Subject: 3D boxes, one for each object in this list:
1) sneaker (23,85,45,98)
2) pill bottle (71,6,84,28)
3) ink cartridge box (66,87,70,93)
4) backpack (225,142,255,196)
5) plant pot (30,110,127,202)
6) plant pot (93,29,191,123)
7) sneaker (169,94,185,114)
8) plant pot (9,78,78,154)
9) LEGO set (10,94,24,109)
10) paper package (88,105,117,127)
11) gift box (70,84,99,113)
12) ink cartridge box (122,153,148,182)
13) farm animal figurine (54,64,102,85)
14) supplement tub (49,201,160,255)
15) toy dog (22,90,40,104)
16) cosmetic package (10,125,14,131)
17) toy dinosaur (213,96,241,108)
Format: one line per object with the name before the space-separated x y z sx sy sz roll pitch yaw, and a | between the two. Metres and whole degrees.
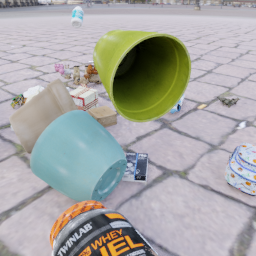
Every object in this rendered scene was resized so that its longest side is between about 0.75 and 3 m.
sneaker | -4.493 -1.703 13.633 0.871 0.683 1.753 -27 30 7
pill bottle | -2.161 -4.770 11.994 0.489 0.489 0.883 1 66 1
ink cartridge box | -3.634 -1.495 13.579 1.062 0.616 1.472 9 29 16
backpack | 3.546 1.199 8.128 1.480 1.140 1.410 20 44 27
plant pot | -1.129 0.924 7.558 1.806 2.251 2.251 34 40 23
plant pot | 0.105 -1.547 6.991 2.108 2.108 2.030 -14 37 -24
sneaker | 2.195 -1.163 13.010 0.800 0.807 2.226 -31 1 30
plant pot | -2.814 -0.219 9.752 2.101 2.421 2.421 -27 35 -14
LEGO set | -5.142 -1.178 13.307 0.703 0.529 0.914 -35 30 -1
paper package | -1.074 -0.476 11.785 0.961 0.522 1.008 -16 33 -28
gift box | -2.044 -1.281 12.656 1.225 1.130 1.144 21 36 23
ink cartridge box | 0.260 1.153 8.996 0.751 0.296 1.510 2 27 5
farm animal figurine | -2.690 -2.895 15.756 2.546 1.280 2.056 4 9 14
supplement tub | -0.249 2.578 4.836 1.674 1.674 2.733 -18 33 -30
toy dog | -4.047 -1.043 12.460 1.303 1.263 0.909 24 0 31
cosmetic package | -4.230 -0.055 11.314 0.881 0.223 0.364 1 29 2
toy dinosaur | 4.743 -1.277 13.486 1.266 0.487 0.647 6 16 24
